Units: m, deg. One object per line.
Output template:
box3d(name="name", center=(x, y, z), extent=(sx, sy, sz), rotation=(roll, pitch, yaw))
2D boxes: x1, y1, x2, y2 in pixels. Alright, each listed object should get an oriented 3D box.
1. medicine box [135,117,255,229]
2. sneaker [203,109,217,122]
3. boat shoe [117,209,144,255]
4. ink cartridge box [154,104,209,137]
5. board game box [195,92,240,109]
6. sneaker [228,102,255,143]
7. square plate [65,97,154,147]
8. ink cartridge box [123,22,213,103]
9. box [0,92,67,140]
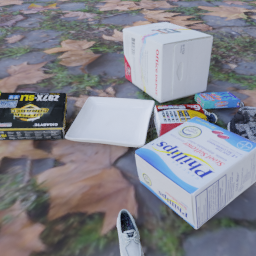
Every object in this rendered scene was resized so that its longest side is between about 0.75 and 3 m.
box3d(name="medicine box", center=(1.654, 0.927, 6.839), extent=(2.201, 1.133, 2.005), rotation=(-27, 36, -25))
box3d(name="sneaker", center=(2.677, -0.394, 9.619), extent=(0.349, 0.310, 0.827), rotation=(-15, 30, -26))
box3d(name="boat shoe", center=(0.013, 2.312, 5.932), extent=(0.456, 0.466, 1.308), rotation=(-9, 38, -12))
box3d(name="ink cartridge box", center=(1.706, -0.129, 8.978), extent=(1.542, 0.647, 1.354), rotation=(-3, 38, -5))
box3d(name="board game box", center=(3.248, -1.029, 10.274), extent=(1.333, 0.300, 1.014), rotation=(-4, 24, -5))
box3d(name="sneaker", center=(3.714, 0.080, 8.264), extent=(0.780, 1.177, 2.068), rotation=(-9, 38, -12))
box3d(name="square plate", center=(-0.488, -0.229, 9.282), extent=(2.465, 0.354, 2.489), rotation=(4, 38, 11))
box3d(name="ink cartridge box", center=(1.404, -2.642, 10.798), extent=(2.141, 2.151, 2.960), rotation=(-16, 34, -21))
box3d(name="box", center=(-3.176, -0.425, 9.183), extent=(2.263, 0.558, 1.807), rotation=(0, 43, -7))
